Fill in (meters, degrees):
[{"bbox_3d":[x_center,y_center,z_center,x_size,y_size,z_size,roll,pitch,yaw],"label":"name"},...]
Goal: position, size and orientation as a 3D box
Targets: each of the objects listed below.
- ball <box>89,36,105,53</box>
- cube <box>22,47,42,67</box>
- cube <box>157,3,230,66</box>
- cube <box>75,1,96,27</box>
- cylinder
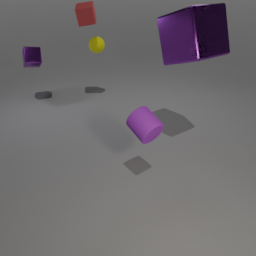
[{"bbox_3d":[-1.382,-3.672,12.358,0.700,0.700,0.700,0,29,0],"label":"ball"},{"bbox_3d":[-4.184,-3.076,12.185,0.700,0.700,0.700,-6,-3,-26],"label":"cube"},{"bbox_3d":[1.890,-2.675,8.108,1.400,1.400,1.400,-19,16,-32],"label":"cube"},{"bbox_3d":[-1.675,-4.544,11.145,0.700,0.700,0.700,-8,41,2],"label":"cube"},{"bbox_3d":[0.427,-0.077,7.089,0.700,0.700,0.700,-22,61,-35],"label":"cylinder"}]
